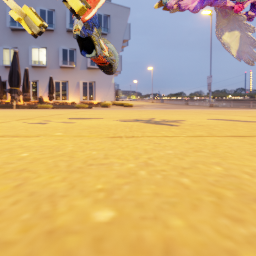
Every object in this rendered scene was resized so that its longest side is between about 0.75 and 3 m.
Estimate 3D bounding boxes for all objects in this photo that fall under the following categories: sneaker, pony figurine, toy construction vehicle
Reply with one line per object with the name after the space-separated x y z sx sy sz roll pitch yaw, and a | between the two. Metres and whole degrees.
-1.193 -3.620 8.173 0.646 1.118 0.438 44 -31 -27 | sneaker
2.360 -3.141 6.321 2.787 2.887 2.404 47 -6 31 | pony figurine
-1.892 -2.820 6.021 1.498 1.720 0.606 -38 6 12 | toy construction vehicle
-1.170 -2.674 9.607 1.028 1.071 2.730 -3 -31 26 | sneaker
